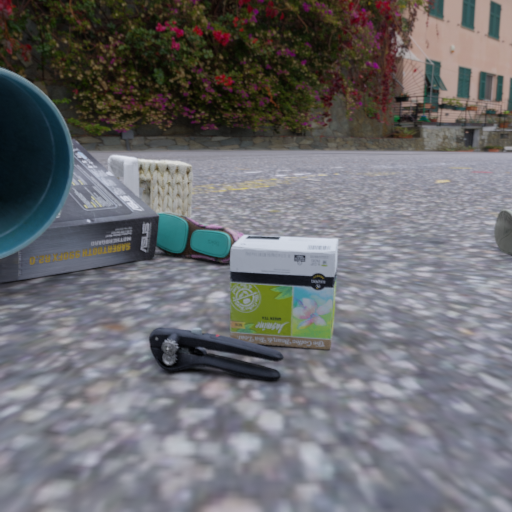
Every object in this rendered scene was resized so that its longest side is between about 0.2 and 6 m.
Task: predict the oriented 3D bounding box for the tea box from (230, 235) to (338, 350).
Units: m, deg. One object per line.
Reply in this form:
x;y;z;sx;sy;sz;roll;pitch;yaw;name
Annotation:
0.271;0.318;5.259;0.944;0.929;0.631;2;13;9;tea box

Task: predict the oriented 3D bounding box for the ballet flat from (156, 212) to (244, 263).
-0.885;-0.255;8.606;1.905;0.658;0.678;12;2;35;ballet flat

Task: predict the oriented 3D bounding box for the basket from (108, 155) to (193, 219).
-2.085;-1.180;10.781;1.284;1.411;2.081;-1;11;-22;basket

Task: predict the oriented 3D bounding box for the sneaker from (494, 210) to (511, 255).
4.417;-0.250;8.678;0.910;0.641;1.714;5;21;-4;sneaker

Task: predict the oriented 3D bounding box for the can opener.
-0.338;0.775;4.549;1.150;0.365;0.452;4;13;18;can opener

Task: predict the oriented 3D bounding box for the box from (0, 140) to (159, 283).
-3.364;-0.843;8.527;2.542;0.776;3.210;-12;36;-38;box

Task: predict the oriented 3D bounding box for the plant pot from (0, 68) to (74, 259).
-3.498;-1.241;6.348;2.113;2.113;1.985;-12;31;-41;plant pot
